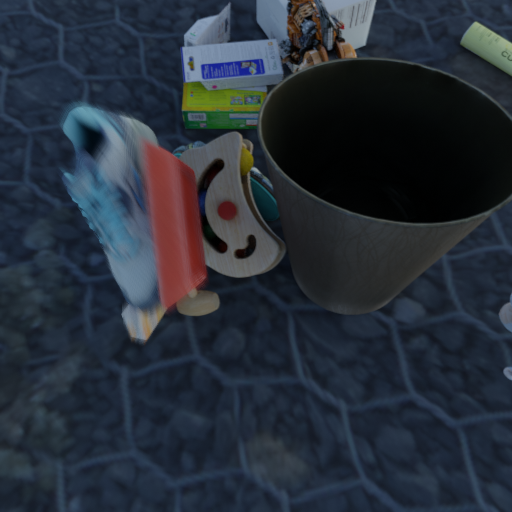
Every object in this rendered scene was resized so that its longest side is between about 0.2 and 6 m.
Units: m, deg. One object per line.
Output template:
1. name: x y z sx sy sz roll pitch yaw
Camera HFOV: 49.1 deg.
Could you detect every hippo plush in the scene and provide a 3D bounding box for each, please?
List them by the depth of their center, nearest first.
1. hippo plush: 3.898 1.276 7.860 1.292 1.622 1.304 28 45 29

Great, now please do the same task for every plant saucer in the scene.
1. plant saucer: -0.979 -0.401 7.206 0.355 1.933 1.937 -6 93 2

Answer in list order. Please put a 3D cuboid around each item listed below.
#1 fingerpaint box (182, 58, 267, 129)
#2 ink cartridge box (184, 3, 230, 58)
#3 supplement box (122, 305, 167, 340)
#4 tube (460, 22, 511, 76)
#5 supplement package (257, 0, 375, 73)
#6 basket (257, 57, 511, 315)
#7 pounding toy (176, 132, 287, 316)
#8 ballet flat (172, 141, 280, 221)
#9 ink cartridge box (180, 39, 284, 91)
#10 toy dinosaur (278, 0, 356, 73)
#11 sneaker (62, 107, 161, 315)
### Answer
1. fingerpaint box: -0.584 -3.126 10.782 1.583 0.580 1.320 0 65 -1
2. ink cartridge box: -0.961 -4.335 11.134 0.311 0.999 1.241 29 68 8
3. supplement box: -1.681 0.814 8.644 0.298 0.510 0.810 8 45 22
4. tube: 5.098 -3.999 11.285 1.972 0.512 0.572 39 109 12
5. supplement package: 1.146 -4.959 11.264 1.755 1.291 1.678 -23 67 -11
6. basket: 1.534 -0.651 7.991 3.129 3.471 2.360 12 65 5
7. pounding toy: -0.458 -0.479 8.685 1.641 1.646 2.870 0 91 13
8. ballet flat: -0.394 -1.409 9.911 2.303 0.855 0.855 30 68 10
9. ink cartridge box: -0.454 -3.570 10.488 1.848 0.343 0.875 -5 66 -6
10. toy dinosaur: 1.102 -3.235 9.884 1.644 2.185 3.219 4 72 -1
11. sneaker: -1.914 -0.634 7.378 1.173 1.305 3.022 -31 64 24
